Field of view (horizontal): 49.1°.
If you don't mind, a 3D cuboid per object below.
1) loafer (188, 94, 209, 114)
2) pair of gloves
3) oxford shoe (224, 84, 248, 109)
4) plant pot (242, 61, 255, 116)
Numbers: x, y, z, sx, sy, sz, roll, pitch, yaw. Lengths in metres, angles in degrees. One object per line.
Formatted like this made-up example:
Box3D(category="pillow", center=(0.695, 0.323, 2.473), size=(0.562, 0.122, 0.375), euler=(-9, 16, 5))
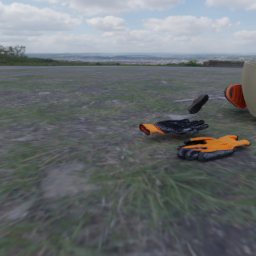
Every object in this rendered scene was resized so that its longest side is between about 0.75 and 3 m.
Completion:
Box3D(category="loafer", center=(2.521, -0.869, 10.219), size=(0.991, 0.362, 0.352), euler=(-40, 29, -16))
Box3D(category="pair of gloves", center=(1.633, 0.234, 7.140), size=(2.051, 0.285, 2.302), euler=(-7, 23, -28))
Box3D(category="oxford shoe", center=(4.103, -1.146, 10.649), size=(0.867, 0.851, 2.390), euler=(10, 1, 43))
Box3D(category="plant pot", center=(4.818, -1.120, 9.166), size=(2.432, 1.633, 2.432), euler=(10, 21, -4))
